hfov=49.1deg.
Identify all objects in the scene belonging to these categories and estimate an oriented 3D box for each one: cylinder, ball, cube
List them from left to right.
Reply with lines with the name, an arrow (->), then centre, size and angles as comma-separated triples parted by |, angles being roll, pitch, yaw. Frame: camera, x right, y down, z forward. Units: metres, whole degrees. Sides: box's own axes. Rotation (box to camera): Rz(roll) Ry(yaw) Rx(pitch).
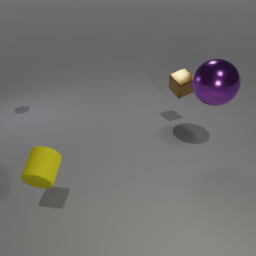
cylinder -> -1.899, 0.871, 6.175 | 0.700, 0.700, 0.700 | 4, 55, 7
cube -> 2.004, -1.657, 10.437 | 0.700, 0.700, 0.700 | -24, 57, -13
ball -> 2.641, -1.364, 8.432 | 1.400, 1.400, 1.400 | 0, 29, 0
